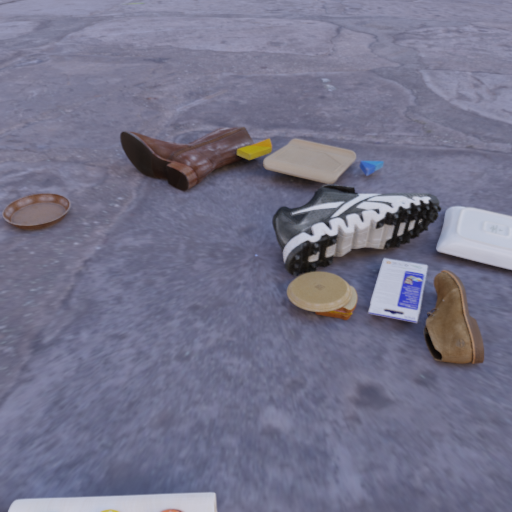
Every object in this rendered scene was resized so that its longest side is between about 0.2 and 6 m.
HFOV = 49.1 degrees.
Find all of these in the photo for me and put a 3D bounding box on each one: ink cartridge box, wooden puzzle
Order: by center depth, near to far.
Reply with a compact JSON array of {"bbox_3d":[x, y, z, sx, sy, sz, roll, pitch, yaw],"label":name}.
[{"bbox_3d":[2.421,0.634,9.526,0.788,0.309,1.665,10,33,17],"label":"ink cartridge box"},{"bbox_3d":[1.294,-2.270,13.515,3.110,0.364,2.098,20,34,24],"label":"wooden puzzle"}]

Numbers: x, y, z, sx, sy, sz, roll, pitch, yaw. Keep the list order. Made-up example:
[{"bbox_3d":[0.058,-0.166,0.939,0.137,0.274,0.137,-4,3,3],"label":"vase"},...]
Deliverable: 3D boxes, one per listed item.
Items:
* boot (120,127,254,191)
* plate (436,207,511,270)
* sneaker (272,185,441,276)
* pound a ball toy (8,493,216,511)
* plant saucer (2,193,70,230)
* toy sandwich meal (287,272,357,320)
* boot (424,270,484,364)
[{"bbox_3d":[-1.605,-2.775,13.944,2.542,0.876,2.728,35,49,20],"label":"boot"},{"bbox_3d":[4.631,-0.406,10.893,1.966,0.318,1.962,16,33,17],"label":"plate"},{"bbox_3d":[1.819,-0.807,10.548,3.439,1.143,1.556,-17,52,-17],"label":"sneaker"},{"bbox_3d":[-1.237,3.077,5.312,2.406,1.022,1.569,-1,34,-1],"label":"pound a ball toy"},{"bbox_3d":[-4.620,-0.914,11.863,1.365,0.235,1.365,0,34,0],"label":"plant saucer"},{"bbox_3d":[1.099,0.688,9.401,1.193,0.408,1.193,-2,32,2],"label":"toy sandwich meal"},{"bbox_3d":[2.978,0.905,8.869,0.731,0.713,1.937,-7,35,9],"label":"boot"}]
